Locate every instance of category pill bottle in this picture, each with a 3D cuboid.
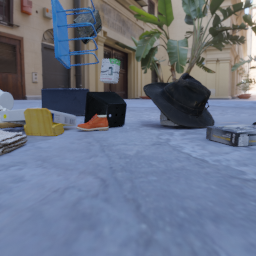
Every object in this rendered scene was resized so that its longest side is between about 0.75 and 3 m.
[{"bbox_3d":[-7.240,-1.379,14.567,2.455,1.359,1.359,3,8,22],"label":"pill bottle"}]

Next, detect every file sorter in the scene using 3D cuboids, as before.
[{"bbox_3d":[-1.390,-2.609,7.629,1.014,1.652,1.147,-5,-2,2],"label":"file sorter"}]

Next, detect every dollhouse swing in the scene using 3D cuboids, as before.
[{"bbox_3d":[-2.266,-0.193,7.525,0.860,0.756,0.781,0,10,10],"label":"dollhouse swing"}]

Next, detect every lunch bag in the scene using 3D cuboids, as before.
[{"bbox_3d":[-1.270,-3.346,9.328,0.571,0.796,0.971,31,-20,23],"label":"lunch bag"}]

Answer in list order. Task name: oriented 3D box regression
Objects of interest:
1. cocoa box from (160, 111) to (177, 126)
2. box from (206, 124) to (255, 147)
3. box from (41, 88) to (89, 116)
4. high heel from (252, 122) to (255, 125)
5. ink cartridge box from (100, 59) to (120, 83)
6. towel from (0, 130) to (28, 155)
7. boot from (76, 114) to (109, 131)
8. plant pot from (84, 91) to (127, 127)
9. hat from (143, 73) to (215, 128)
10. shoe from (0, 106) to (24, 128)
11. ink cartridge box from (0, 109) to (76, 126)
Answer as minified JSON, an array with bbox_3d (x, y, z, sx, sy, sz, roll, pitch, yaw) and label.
[{"bbox_3d":[1.713,-0.469,10.134,0.668,0.658,1.002,7,10,44],"label":"cocoa box"},{"bbox_3d":[2.694,0.149,6.546,1.343,0.325,1.064,-3,8,-22],"label":"box"},{"bbox_3d":[-3.128,-1.363,14.472,2.306,1.377,2.345,-1,9,-9],"label":"box"},{"bbox_3d":[4.522,-0.199,6.640,1.848,0.926,2.593,-8,0,-13],"label":"high heel"},{"bbox_3d":[-0.760,-2.415,11.903,0.701,0.960,0.404,5,-1,26],"label":"ink cartridge box"},{"bbox_3d":[-3.134,0.268,5.621,1.903,0.328,1.261,0,6,1],"label":"towel"},{"bbox_3d":[-1.067,-0.165,8.381,0.960,0.515,0.360,-4,10,-17],"label":"boot"},{"bbox_3d":[-0.676,-0.563,9.403,1.162,1.165,1.034,-5,19,-39],"label":"plant pot"},{"bbox_3d":[1.996,-1.158,9.421,2.827,1.140,2.827,21,33,-15],"label":"hat"},{"bbox_3d":[-4.689,-0.432,9.047,2.954,0.788,1.033,0,8,-26],"label":"shoe"},{"bbox_3d":[-2.813,-0.276,8.445,1.799,0.423,1.778,-4,-5,24],"label":"ink cartridge box"}]
